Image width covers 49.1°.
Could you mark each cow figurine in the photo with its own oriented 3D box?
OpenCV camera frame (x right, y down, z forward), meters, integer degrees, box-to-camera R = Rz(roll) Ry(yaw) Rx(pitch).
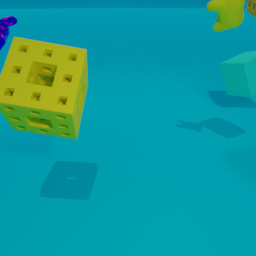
[{"bbox_3d":[1.873,-2.165,4.813,0.956,0.972,0.533,2,52,37],"label":"cow figurine"}]

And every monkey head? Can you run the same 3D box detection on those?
[{"bbox_3d":[-2.901,-2.012,5.710,1.202,0.724,0.865,-6,-19,13],"label":"monkey head"}]

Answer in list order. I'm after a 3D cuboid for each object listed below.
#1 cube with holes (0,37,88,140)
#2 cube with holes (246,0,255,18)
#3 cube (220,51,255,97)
[{"bbox_3d":[-1.018,-0.457,3.549,0.862,0.862,0.862,9,68,-3],"label":"cube with holes"},{"bbox_3d":[3.664,-3.316,6.614,1.202,1.202,1.202,0,33,7],"label":"cube with holes"},{"bbox_3d":[2.591,-1.172,6.025,0.756,0.756,0.756,-26,19,-15],"label":"cube"}]
